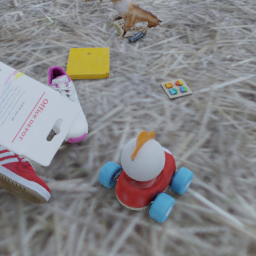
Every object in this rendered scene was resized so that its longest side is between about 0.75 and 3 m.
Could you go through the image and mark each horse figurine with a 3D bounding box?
[{"bbox_3d":[-0.271,-3.282,7.487,1.429,2.157,0.538,-8,44,49],"label":"horse figurine"}]

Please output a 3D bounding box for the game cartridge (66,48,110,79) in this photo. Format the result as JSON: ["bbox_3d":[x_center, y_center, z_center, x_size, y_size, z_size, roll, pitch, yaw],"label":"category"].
[{"bbox_3d":[-1.390,-2.307,9.946,1.476,0.272,1.675,-1,48,-1],"label":"game cartridge"}]

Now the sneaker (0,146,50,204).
[{"bbox_3d":[-2.572,0.638,6.561,2.689,0.958,1.513,21,53,22],"label":"sneaker"}]

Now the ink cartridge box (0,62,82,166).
[{"bbox_3d":[-2.111,-0.292,5.230,2.274,0.766,1.332,28,75,2],"label":"ink cartridge box"}]

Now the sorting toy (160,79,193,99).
[{"bbox_3d":[1.558,-1.302,9.011,0.787,0.155,0.850,-14,47,-14],"label":"sorting toy"}]

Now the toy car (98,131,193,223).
[{"bbox_3d":[0.411,0.675,5.888,1.717,1.862,1.647,29,52,25],"label":"toy car"}]

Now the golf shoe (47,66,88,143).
[{"bbox_3d":[-1.794,-0.709,7.746,0.965,1.173,2.564,-17,50,-17],"label":"golf shoe"}]

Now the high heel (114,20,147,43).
[{"bbox_3d":[0.086,-4.107,11.462,0.988,0.495,1.386,-35,71,-21],"label":"high heel"}]
